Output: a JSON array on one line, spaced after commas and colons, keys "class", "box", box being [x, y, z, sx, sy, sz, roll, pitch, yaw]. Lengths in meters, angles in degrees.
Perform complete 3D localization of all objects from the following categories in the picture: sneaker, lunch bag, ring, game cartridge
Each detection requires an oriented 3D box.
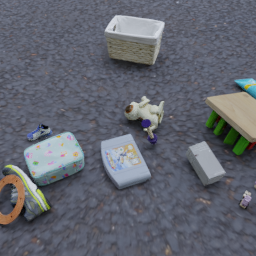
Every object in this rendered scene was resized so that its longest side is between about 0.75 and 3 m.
[{"class": "sneaker", "box": [-3.471, 2.029, 8.990, 2.267, 0.838, 0.918, 34, 59, 29]}, {"class": "lunch bag", "box": [-2.565, 1.033, 9.908, 1.944, 0.749, 1.559, -22, 52, -20]}, {"class": "ring", "box": [-3.718, 2.217, 8.738, 1.495, 0.143, 1.495, -11, 68, 29]}, {"class": "game cartridge", "box": [-0.196, 1.153, 10.086, 1.381, 0.431, 2.074, -13, 48, -17]}, {"class": "sneaker", "box": [-3.482, 0.098, 10.939, 0.939, 0.542, 0.379, -16, 48, -15]}]

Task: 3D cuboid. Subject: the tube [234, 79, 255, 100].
[{"class": "tube", "box": [5.917, -1.483, 12.418, 1.035, 0.673, 2.672, -4, 39, -21]}]

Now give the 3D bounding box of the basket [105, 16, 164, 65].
[{"class": "basket", "box": [0.364, -4.506, 14.447, 2.700, 1.665, 1.830, 12, 49, 12]}]

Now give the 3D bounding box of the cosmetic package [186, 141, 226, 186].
[{"class": "cosmetic package", "box": [2.674, 1.235, 9.743, 0.723, 0.611, 1.354, -17, 55, -19]}]

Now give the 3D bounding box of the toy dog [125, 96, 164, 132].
[{"class": "toy dog", "box": [0.599, -0.554, 11.377, 1.482, 1.034, 1.437, 16, 73, 16]}]

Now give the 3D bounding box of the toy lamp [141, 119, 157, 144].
[{"class": "toy lamp", "box": [0.813, 0.185, 10.185, 0.390, 1.339, 0.390, -8, 58, 14]}]

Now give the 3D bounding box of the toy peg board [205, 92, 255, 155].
[{"class": "toy peg board", "box": [4.457, -0.171, 10.985, 2.402, 1.180, 2.412, -11, 46, -32]}]

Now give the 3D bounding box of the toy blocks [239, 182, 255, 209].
[{"class": "toy blocks", "box": [4.455, 2.067, 8.693, 1.369, 1.153, 1.280, 29, 54, 24]}]
